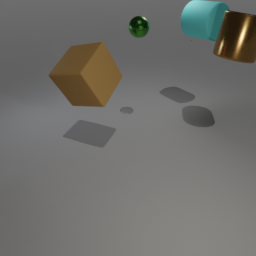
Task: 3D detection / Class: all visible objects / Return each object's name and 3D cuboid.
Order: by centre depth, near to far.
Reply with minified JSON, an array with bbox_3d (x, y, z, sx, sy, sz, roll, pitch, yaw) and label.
[{"bbox_3d":[-1.276,-1.633,8.742,1.400,1.400,1.400,5,54,35],"label":"cube"},{"bbox_3d":[3.644,-2.971,9.103,1.400,1.400,1.400,8,25,-4],"label":"cylinder"},{"bbox_3d":[0.370,-3.377,9.368,0.700,0.700,0.700,0,31,0],"label":"ball"},{"bbox_3d":[3.062,-4.263,11.097,1.400,1.400,1.400,-20,34,-30],"label":"cylinder"}]
